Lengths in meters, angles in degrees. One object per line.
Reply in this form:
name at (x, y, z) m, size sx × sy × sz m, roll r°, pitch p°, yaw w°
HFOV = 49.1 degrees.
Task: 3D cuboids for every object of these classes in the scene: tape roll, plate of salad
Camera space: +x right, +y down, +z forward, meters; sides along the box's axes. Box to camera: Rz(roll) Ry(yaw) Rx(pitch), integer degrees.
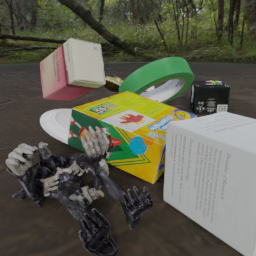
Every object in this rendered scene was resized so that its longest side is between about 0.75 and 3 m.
tape roll at (1.056, -1.550, 10.477) m, size 2.777 × 0.667 × 2.777 m, roll -19°, pitch -17°, yaw -6°
plate of salad at (-1.324, 0.082, 8.274) m, size 2.522 × 0.606 × 2.522 m, roll 16°, pitch 22°, yaw -7°

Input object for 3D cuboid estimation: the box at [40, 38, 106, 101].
box at (-1.534, -1.492, 7.539) m, size 0.947 × 1.112 × 1.739 m, roll -1°, pitch -10°, yaw -42°

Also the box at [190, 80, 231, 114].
box at (3.623, -1.433, 12.601) m, size 1.448 × 1.212 × 1.950 m, roll 2°, pitch 18°, yaw 5°

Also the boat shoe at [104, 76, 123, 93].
boat shoe at (-0.321, -1.725, 11.043) m, size 1.659 × 0.522 × 0.605 m, roll 15°, pitch -23°, yaw -38°

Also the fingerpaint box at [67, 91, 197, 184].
fingerpaint box at (0.244, 0.040, 7.256) m, size 2.325 × 1.022 × 2.787 m, roll 21°, pitch 24°, yaw 20°

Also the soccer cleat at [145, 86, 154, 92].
soccer cleat at (1.320, -2.544, 17.132) m, size 0.604 × 0.749 × 1.759 m, roll 1°, pitch 16°, yaw 3°

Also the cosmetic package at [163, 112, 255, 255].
cosmetic package at (1.802, 0.738, 4.668) m, size 1.574 × 1.565 × 1.881 m, roll -11°, pitch 21°, yaw -34°

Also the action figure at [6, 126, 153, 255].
action figure at (-0.984, 0.766, 4.798) m, size 1.769 × 1.519 × 2.977 m, roll -25°, pitch 30°, yaw -33°
